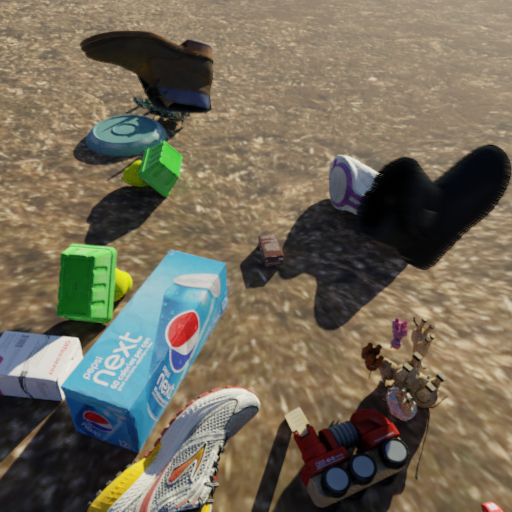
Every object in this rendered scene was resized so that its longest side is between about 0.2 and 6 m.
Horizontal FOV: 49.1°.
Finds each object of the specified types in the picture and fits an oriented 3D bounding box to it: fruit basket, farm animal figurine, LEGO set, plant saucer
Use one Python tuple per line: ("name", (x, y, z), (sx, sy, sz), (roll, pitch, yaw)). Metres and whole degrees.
("fruit basket", (-2.425, -1.914, 13.013), (1.366, 0.985, 1.366), (-36, 31, 26))
("farm animal figurine", (2.262, 1.700, 8.434), (1.434, 0.748, 1.418), (-14, 53, -26))
("fruit basket", (-2.785, 0.481, 9.695), (1.021, 1.416, 1.416), (5, 39, 6))
("LEGO set", (-2.420, -4.300, 16.136), (1.913, 0.835, 2.946), (6, 26, 5))
("plant saucer", (-3.497, -3.307, 15.056), (2.154, 0.295, 2.154), (0, 39, 0))

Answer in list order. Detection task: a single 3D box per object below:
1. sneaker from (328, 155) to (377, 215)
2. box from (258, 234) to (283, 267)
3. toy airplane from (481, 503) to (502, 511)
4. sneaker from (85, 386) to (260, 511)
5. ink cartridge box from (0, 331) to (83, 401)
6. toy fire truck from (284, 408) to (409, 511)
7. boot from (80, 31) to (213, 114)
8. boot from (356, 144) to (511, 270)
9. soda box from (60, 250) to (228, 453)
("sneaker", (2.547, -1.258, 12.111), (1.400, 1.052, 2.810), (-1, 37, -29))
("box", (0.279, -0.113, 11.032), (0.365, 0.273, 0.730), (-6, 37, -8))
("toy airplane", (2.882, 3.327, 6.403), (0.855, 0.606, 0.859), (27, 45, 29))
("sneaker", (-0.820, 2.760, 6.929), (1.109, 1.051, 2.701), (30, 56, 26))
("ink cartridge box", (-3.405, 1.672, 8.561), (1.224, 0.516, 0.886), (5, 39, 6))
("toy fire truck", (1.055, 2.438, 7.438), (1.323, 0.967, 1.503), (-17, 52, -20))
("boot", (-2.070, -3.661, 11.323), (2.803, 1.359, 1.047), (-6, -1, -30))
("boot", (2.647, -0.962, 8.219), (2.340, 1.966, 0.894), (-52, 51, 9))
("soda box", (-1.532, 1.292, 8.640), (1.082, 1.023, 3.189), (13, 41, 16))
